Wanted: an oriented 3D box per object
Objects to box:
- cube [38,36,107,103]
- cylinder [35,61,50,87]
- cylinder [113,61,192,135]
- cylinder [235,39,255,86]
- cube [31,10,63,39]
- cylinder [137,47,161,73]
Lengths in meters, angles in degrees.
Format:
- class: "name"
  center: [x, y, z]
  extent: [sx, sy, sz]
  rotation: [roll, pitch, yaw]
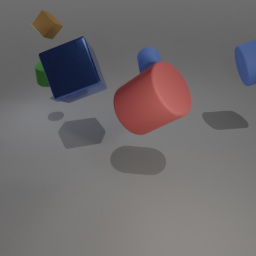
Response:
- class: "cube"
  center: [-1.589, -1.669, 8.429]
  extent: [1.400, 1.400, 1.400]
  rotation: [-20, 0, 4]
- class: "cylinder"
  center: [-2.978, -1.964, 10.145]
  extent: [0.700, 0.700, 0.700]
  rotation: [4, 46, -4]
- class: "cylinder"
  center: [0.595, -0.695, 6.927]
  extent: [1.400, 1.400, 1.400]
  rotation: [-27, 9, 42]
- class: "cylinder"
  center: [4.425, -2.239, 9.196]
  extent: [1.400, 1.400, 1.400]
  rotation: [-16, 29, 12]
- class: "cube"
  center: [-3.050, -3.887, 10.599]
  extent: [0.700, 0.700, 0.700]
  rotation: [46, 17, 1]
- class: "cylinder"
  center: [0.664, -1.980, 8.561]
  extent: [0.700, 0.700, 0.700]
  rotation: [-3, 53, -5]
